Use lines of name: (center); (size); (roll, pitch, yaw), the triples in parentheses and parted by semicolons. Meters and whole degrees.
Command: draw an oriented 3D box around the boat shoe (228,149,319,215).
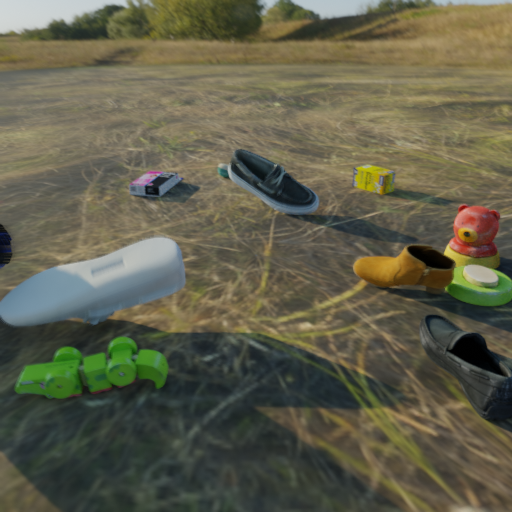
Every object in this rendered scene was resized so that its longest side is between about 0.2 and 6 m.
boat shoe: (0.376, -1.754, 13.295); (2.417, 0.857, 0.871); (25, 62, 11)

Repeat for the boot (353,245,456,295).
boot: (2.446, 0.118, 9.385); (1.702, 1.219, 0.599); (14, 68, 19)

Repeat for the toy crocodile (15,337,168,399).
toy crocodile: (-2.090, 1.515, 7.193); (1.879, 0.580, 0.634); (-9, 26, -8)

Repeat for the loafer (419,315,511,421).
loafer: (2.783, 1.281, 7.397); (0.697, 0.720, 2.052); (-4, 24, -9)

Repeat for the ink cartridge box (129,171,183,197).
ink cartridge box: (-2.699, -2.025, 15.314); (0.857, 0.336, 1.809); (5, 22, 12)

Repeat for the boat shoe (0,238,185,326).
boat shoe: (-2.422, 0.574, 8.604); (2.767, 0.948, 0.996); (-23, 39, -13)

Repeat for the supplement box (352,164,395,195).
supplement box: (3.156, -2.062, 15.064); (0.552, 0.549, 1.008); (-21, 32, -39)

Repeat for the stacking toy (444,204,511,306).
stacking toy: (4.595, -0.016, 9.823); (2.622, 1.108, 2.374); (11, 26, 25)

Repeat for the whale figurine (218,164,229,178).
whale figurine: (-0.789, -2.421, 16.227); (0.710, 0.369, 0.565); (13, 13, -37)

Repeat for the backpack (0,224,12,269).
backpack: (-5.254, -0.434, 8.264); (2.339, 2.562, 1.724); (-38, 22, -10)
